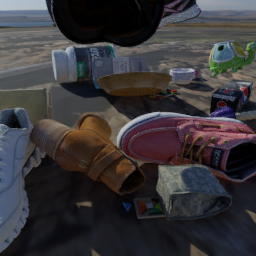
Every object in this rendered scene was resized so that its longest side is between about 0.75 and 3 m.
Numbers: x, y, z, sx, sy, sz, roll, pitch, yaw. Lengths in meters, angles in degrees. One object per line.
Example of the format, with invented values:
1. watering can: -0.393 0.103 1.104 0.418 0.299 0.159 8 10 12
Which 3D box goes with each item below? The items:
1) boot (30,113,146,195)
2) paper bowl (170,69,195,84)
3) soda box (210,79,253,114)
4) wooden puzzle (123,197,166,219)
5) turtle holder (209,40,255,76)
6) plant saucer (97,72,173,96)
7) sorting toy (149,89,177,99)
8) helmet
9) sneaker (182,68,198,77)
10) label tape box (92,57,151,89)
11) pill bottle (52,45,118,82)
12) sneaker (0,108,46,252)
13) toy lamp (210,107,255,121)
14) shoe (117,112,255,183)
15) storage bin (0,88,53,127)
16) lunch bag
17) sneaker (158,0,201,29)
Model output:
1. boot: -0.438 0.497 5.396 1.881 0.896 2.432 28 15 20
2. paper bowl: 2.266 -2.153 11.708 1.037 0.539 1.037 -1 22 0
3. soda box: 3.322 -0.987 8.898 0.753 0.674 2.127 15 28 31
4. wooden puzzle: 0.356 1.257 4.492 0.797 0.093 0.538 -6 24 -13
5. turtle holder: 2.397 -1.669 6.568 0.783 0.732 1.031 -18 12 -28
6. plant saucer: 0.228 -1.381 9.254 2.483 0.440 2.483 -3 -1 0
7. sorting toy: 1.266 -1.308 10.230 0.564 0.198 1.169 21 31 40
8. helmet: -0.506 -2.843 5.678 2.219 2.328 2.328 14 27 24
9. sneaker: 2.629 -2.528 12.720 1.073 0.436 0.473 -1 26 -2
10. label tape box: 0.030 -1.982 10.208 2.550 0.843 1.827 -4 -1 -4
11. pill bottle: -1.838 -2.758 11.961 2.593 1.467 1.467 -9 25 -18
12. sneaker: -2.038 0.666 4.399 1.047 1.129 2.787 -2 33 -6
13. toy lamp: 3.176 -0.343 7.537 2.094 0.610 0.610 -9 25 -19
14. shoe: 1.316 0.344 5.361 2.915 1.041 1.326 -1 17 -13
15. storage bin: -2.404 -0.138 6.152 1.392 1.382 0.652 -3 -6 -9
16. lunch bag: 1.029 0.994 4.455 1.007 0.592 0.826 -1 23 -8
17. sneaker: 1.147 -3.949 9.311 2.427 1.048 0.975 -8 25 27
